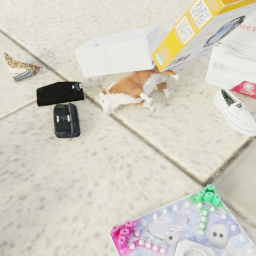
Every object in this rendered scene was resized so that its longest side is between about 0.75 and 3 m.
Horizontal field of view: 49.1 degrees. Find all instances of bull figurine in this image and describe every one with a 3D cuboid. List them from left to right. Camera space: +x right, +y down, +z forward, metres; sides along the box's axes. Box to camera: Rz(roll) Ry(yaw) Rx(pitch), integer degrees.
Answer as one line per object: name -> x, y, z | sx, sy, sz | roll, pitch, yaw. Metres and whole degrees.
bull figurine -> 0.431, -1.340, 9.591 | 1.780, 0.955, 2.931 | 33, 57, 22

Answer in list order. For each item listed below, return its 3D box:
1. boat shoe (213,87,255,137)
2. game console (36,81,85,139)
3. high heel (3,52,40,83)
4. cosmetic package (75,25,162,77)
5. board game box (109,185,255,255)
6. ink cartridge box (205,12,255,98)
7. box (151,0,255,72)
boat shoe -> 3.452, -0.562, 9.042 | 0.719, 0.653, 1.956 | -22, 51, -19
game console -> -2.222, -0.663, 9.373 | 1.624, 0.332, 2.754 | -10, 46, -9
high heel -> -4.140, -2.523, 10.883 | 1.098, 0.550, 1.540 | -28, 69, -15
cosmetic package -> -0.263, -2.719, 10.019 | 2.780, 1.128, 1.569 | -4, 31, 25
board game box -> 1.452, 2.877, 6.042 | 2.936, 0.380, 2.936 | -18, 50, -16
ink cartridge box -> 3.988, -2.632, 9.506 | 2.018, 2.779, 1.158 | 23, 51, 20
box -> 1.740, -2.251, 6.400 | 1.735, 2.914, 0.604 | -26, 87, -24
